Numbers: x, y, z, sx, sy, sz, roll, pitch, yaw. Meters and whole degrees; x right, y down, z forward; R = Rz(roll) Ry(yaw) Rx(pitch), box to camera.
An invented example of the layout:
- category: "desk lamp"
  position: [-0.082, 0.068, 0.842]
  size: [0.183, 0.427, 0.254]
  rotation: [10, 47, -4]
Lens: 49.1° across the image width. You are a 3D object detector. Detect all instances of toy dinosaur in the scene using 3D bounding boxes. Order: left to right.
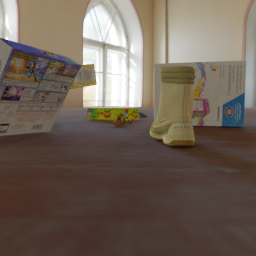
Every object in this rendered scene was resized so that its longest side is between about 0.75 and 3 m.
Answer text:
- category: "toy dinosaur"
  position: [-0.389, -0.183, 9.024]
  size: [1.286, 0.388, 0.683]
  rotation: [3, -21, -13]

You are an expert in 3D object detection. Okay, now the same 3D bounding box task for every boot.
- category: "boot"
  position: [0.812, -0.445, 5.304]
  size: [0.654, 1.397, 1.797]
  rotation: [0, 5, -4]

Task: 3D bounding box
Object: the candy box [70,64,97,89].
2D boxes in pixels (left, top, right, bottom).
- category: "candy box"
  position: [-2.768, -1.640, 9.652]
  size: [2.960, 0.819, 1.709]
  rotation: [-14, 11, -35]

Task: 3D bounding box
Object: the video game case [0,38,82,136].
- category: "video game case"
  position: [-2.064, -0.735, 5.812]
  size: [0.460, 1.836, 2.026]
  rotation: [36, 17, 19]

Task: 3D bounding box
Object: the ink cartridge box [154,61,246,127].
- category: "ink cartridge box"
  position: [2.208, -1.062, 8.960]
  size: [2.738, 1.979, 1.159]
  rotation: [1, 7, 14]

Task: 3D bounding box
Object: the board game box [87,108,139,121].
- category: "board game box"
  position: [-0.681, -0.628, 12.544]
  size: [2.143, 0.510, 1.088]
  rotation: [4, 6, 37]

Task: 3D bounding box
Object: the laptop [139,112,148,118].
- category: "laptop"
  position: [0.406, -0.591, 14.831]
  size: [0.963, 0.558, 0.902]
  rotation: [31, 15, 15]
